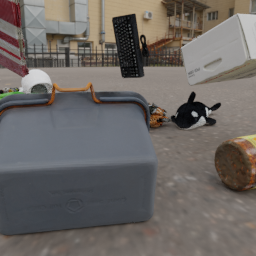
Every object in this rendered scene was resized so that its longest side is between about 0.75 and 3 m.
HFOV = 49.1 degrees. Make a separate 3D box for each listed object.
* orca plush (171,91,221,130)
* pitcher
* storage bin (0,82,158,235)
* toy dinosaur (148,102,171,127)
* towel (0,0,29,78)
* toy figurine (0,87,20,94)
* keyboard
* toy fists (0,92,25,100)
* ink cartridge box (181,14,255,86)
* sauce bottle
[{"bbox_3d":[2.481,-0.755,9.762,2.903,1.032,1.527,-14,21,-42],"label":"orca plush"},{"bbox_3d":[-4.821,-1.984,13.992,2.059,1.455,2.400,-18,31,-15],"label":"pitcher"},{"bbox_3d":[-0.778,0.410,4.308,2.701,1.966,1.814,-3,26,-11],"label":"storage bin"},{"bbox_3d":[0.724,-0.454,9.066,1.347,1.014,1.985,20,-3,10],"label":"toy dinosaur"},{"bbox_3d":[-3.240,-2.562,7.153,1.611,2.237,0.254,30,45,23],"label":"towel"},{"bbox_3d":[-5.243,-1.372,12.407,0.876,0.863,0.610,5,22,19],"label":"toy figurine"},{"bbox_3d":[0.125,-2.865,9.955,1.310,2.182,0.280,3,26,29],"label":"keyboard"},{"bbox_3d":[-3.632,-0.822,10.116,2.946,1.013,1.502,4,16,9],"label":"toy fists"},{"bbox_3d":[2.692,-1.764,6.470,2.361,0.979,1.733,-12,-3,-32],"label":"ink cartridge box"},{"bbox_3d":[3.063,0.473,5.352,2.926,0.966,0.966,-9,17,-23],"label":"sauce bottle"}]
